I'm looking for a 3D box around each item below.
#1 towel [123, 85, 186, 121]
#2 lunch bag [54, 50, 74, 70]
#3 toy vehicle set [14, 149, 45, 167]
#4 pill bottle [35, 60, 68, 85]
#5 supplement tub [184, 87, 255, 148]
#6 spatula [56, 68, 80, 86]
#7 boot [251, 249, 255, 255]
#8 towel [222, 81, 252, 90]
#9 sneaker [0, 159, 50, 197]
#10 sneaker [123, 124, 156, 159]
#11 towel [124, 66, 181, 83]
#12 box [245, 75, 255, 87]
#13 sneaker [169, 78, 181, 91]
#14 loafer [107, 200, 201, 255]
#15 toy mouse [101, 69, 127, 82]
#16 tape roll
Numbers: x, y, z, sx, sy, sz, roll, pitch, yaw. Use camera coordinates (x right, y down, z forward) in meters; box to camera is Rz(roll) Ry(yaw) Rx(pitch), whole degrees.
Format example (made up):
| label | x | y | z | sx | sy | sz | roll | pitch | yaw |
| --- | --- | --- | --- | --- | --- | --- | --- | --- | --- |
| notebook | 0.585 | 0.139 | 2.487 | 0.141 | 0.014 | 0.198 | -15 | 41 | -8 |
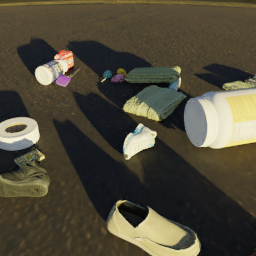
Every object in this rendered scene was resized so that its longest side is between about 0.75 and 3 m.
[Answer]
| label | x | y | z | sx | sy | sz | roll | pitch | yaw |
| --- | --- | --- | --- | --- | --- | --- | --- | --- | --- |
| towel | 1.252 | -1.246 | 12.880 | 2.096 | 0.516 | 2.826 | 17 | 36 | 27 |
| lunch bag | -3.852 | -4.093 | 16.858 | 0.545 | 1.172 | 1.331 | 14 | 34 | 22 |
| toy vehicle set | -3.356 | 1.048 | 9.547 | 0.841 | 0.111 | 0.522 | -27 | 41 | -36 |
| pill bottle | -4.165 | -3.176 | 15.528 | 1.022 | 1.022 | 1.840 | 12 | 33 | 19 |
| supplement tub | 3.649 | -0.366 | 10.012 | 2.785 | 2.025 | 2.025 | -8 | 33 | -13 |
| spatula | -3.302 | -2.974 | 15.888 | 0.666 | 0.242 | 2.357 | 19 | 34 | 7 |
| boot | 3.375 | 3.427 | 5.265 | 2.105 | 0.915 | 2.530 | -34 | 45 | -26 |
| towel | 5.795 | -1.968 | 14.241 | 1.277 | 0.314 | 1.722 | -15 | 35 | -25 |
| sneaker | -3.265 | 1.458 | 8.339 | 1.912 | 0.731 | 1.095 | 1 | 30 | -3 |
| sneaker | 0.465 | 0.497 | 9.915 | 0.851 | 0.736 | 1.964 | 18 | 36 | 18 |
| towel | 1.357 | -2.880 | 15.163 | 2.928 | 0.534 | 2.172 | -1 | 23 | 12 |
| box | 7.330 | -2.269 | 14.605 | 1.497 | 0.433 | 1.883 | -27 | 41 | -36 |
| sneaker | 2.447 | -2.354 | 14.728 | 0.516 | 0.465 | 1.258 | 14 | 33 | 16 |
| loafer | 0.552 | 2.406 | 6.680 | 2.368 | 0.809 | 0.896 | 12 | 34 | 19 |
| toy mouse | -0.790 | -2.968 | 15.794 | 1.741 | 0.379 | 1.959 | -20 | 37 | -29 |
| tape roll | -4.159 | 0.201 | 10.507 | 1.549 | 0.542 | 1.549 | 0 | 32 | 0 |
